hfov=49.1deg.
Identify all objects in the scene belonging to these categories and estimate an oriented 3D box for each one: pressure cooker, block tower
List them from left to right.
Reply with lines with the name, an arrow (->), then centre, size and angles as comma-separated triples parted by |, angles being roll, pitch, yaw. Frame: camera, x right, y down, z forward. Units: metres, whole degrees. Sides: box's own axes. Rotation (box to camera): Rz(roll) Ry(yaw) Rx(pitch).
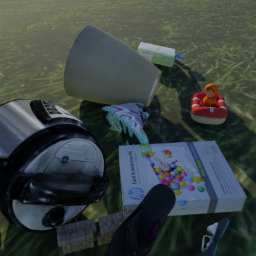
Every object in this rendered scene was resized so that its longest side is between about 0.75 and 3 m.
pressure cooker -> -1.761, 0.817, 5.923 | 2.356, 2.393, 2.679 | -34, 43, -29
block tower -> -0.649, 2.113, 5.692 | 1.508, 0.436, 0.407 | -7, 34, -13

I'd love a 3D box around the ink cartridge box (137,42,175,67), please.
ink cartridge box -> 1.378, -3.667, 13.328 | 1.683, 0.555, 2.313 | 13, 34, 2

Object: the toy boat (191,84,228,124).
toy boat -> 2.804, -0.938, 9.585 | 1.200, 1.202, 1.838 | 6, 34, 9

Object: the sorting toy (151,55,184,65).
sorting toy -> 1.381, -3.496, 14.241 | 2.832, 0.386, 1.595 | -4, 28, -8

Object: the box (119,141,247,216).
box -> 1.168, 1.184, 6.963 | 2.699, 0.556, 2.104 | -3, 34, -3

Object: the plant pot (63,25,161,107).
plant pot -> -0.380, -1.916, 10.152 | 2.893, 2.709, 2.709 | 22, 38, 9

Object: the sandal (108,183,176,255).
sandal -> 0.293, 1.884, 5.348 | 0.755, 0.481, 2.008 | 37, 63, -1

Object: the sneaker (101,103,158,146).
sneaker -> 0.367, -0.249, 8.803 | 1.655, 0.920, 2.366 | -19, 38, -25

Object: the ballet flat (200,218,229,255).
ballet flat -> 1.631, 2.088, 5.375 | 0.328, 0.328, 0.898 | 22, 74, 30
